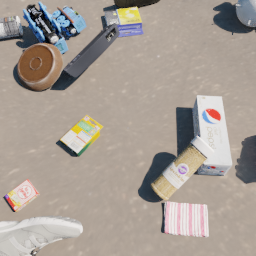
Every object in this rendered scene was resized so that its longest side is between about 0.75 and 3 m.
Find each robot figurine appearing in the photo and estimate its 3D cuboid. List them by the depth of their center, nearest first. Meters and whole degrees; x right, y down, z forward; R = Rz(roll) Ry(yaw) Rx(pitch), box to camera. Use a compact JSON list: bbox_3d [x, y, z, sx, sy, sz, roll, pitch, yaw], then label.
[{"bbox_3d":[5.693,-5.264,11.764,2.733,1.543,2.318,-32,76,-19],"label":"robot figurine"}]

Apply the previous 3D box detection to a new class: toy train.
[{"bbox_3d":[-3.293,-3.886,11.041,1.012,1.333,2.334,-32,64,-13],"label":"toy train"},{"bbox_3d":[-2.472,-4.529,11.695,0.925,0.702,1.619,-38,59,-4],"label":"toy train"}]

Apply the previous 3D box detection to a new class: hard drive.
[{"bbox_3d":[-1.328,-2.753,10.084,2.358,0.499,1.590,-46,22,-2],"label":"hard drive"}]

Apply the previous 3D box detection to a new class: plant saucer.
[{"bbox_3d":[-3.300,-2.300,10.234,1.889,0.325,1.889,-3,78,13],"label":"plant saucer"}]

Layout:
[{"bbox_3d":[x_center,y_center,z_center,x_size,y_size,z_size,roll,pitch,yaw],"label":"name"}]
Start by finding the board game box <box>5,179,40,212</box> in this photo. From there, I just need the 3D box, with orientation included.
[{"bbox_3d":[-3.057,1.951,8.113,0.773,0.179,0.585,-38,66,-21],"label":"board game box"}]

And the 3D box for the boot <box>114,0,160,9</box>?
[{"bbox_3d":[0.212,-6.385,12.860,2.371,0.868,1.785,-18,61,-15],"label":"boot"}]

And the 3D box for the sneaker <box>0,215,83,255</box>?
[{"bbox_3d":[-2.520,2.900,7.224,2.765,1.033,1.134,-7,75,2],"label":"sneaker"}]

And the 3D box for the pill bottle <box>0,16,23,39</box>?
[{"bbox_3d":[-5.175,-4.090,11.487,1.494,0.793,0.793,-11,59,-7],"label":"pill bottle"}]

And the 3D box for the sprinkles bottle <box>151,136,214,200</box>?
[{"bbox_3d":[1.513,1.134,7.850,1.941,0.662,0.662,-48,66,8],"label":"sprinkles bottle"}]

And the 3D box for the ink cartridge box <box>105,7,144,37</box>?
[{"bbox_3d":[-0.178,-4.569,12.060,1.481,0.352,1.498,-9,56,-7],"label":"ink cartridge box"}]

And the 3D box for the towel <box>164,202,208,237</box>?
[{"bbox_3d":[1.620,2.516,7.767,1.212,0.181,0.887,4,59,2],"label":"towel"}]

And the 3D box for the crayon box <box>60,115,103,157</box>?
[{"bbox_3d":[-1.471,0.242,9.090,0.778,0.319,1.237,35,65,19],"label":"crayon box"}]

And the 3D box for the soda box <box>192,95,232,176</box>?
[{"bbox_3d":[2.596,0.187,8.843,0.855,0.799,2.509,3,58,2],"label":"soda box"}]
